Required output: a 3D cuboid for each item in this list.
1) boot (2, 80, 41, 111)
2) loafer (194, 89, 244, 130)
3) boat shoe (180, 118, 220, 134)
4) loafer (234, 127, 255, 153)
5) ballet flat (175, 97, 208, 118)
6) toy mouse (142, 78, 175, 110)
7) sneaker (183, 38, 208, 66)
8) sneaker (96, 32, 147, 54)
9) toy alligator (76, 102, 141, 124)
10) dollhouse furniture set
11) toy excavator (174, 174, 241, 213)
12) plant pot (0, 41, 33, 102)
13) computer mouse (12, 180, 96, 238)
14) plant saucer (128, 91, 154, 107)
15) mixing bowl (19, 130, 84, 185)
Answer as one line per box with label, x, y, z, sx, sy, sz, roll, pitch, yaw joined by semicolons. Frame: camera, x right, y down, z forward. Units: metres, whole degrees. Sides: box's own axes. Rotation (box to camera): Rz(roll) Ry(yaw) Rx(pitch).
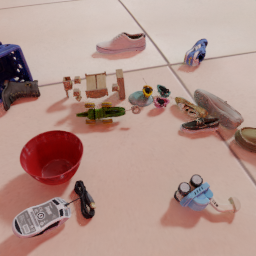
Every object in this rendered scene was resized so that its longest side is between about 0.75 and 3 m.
boot;-4.858;-1.557;12.855;1.614;0.642;1.853;1;58;-17
loafer;3.860;-0.887;12.073;0.865;0.867;2.480;-23;57;-28
boat shoe;2.950;-0.183;11.522;1.646;0.524;0.582;-6;45;-6
loafer;5.551;0.456;10.550;2.878;0.971;1.094;14;46;14
ballet flat;2.650;-0.852;12.226;1.687;0.596;0.596;31;52;27
toy mouse;1.479;-1.400;12.789;1.740;0.379;1.958;10;46;-11
sneaker;3.909;-4.101;15.349;0.909;0.817;2.211;27;59;26
sneaker;-0.393;-4.968;16.017;2.959;1.048;1.081;-9;45;-9
toy alligator;-0.812;-0.627;11.802;2.682;0.889;0.644;-2;3;-5
dollhouse furniture set;-1.482;-1.648;12.632;2.706;1.198;1.402;-7;45;-2
toy excavator;2.522;2.287;8.950;1.585;0.814;1.630;-27;63;-22
plant pot;-6.042;-2.748;13.082;1.886;2.097;2.097;27;52;31
computer mouse;-2.283;2.636;8.686;2.509;0.550;1.376;-20;52;-27
plant saucer;0.607;-1.437;13.022;1.190;0.229;1.190;0;45;0
mixing bowl;-2.529;1.196;9.686;2.097;1.136;2.097;0;44;0
